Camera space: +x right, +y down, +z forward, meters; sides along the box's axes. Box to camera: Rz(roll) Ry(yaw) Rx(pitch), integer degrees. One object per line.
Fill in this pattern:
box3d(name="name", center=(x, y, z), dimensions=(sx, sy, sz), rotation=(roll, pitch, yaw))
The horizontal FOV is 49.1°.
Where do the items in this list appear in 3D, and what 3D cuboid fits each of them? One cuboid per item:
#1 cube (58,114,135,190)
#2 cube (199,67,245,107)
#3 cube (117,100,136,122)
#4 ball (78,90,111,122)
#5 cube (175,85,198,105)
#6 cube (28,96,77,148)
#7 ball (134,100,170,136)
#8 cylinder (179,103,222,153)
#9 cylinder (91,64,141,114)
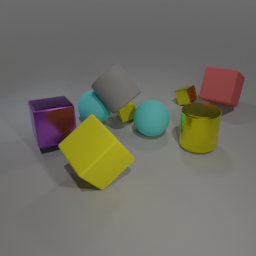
box3d(name="cube", center=(-0.924, 0.742, 8.411), dimensions=(1.400, 1.400, 1.400), rotation=(-43, 54, -2))
box3d(name="cube", center=(4.174, -1.804, 12.421), dimensions=(1.400, 1.400, 1.400), rotation=(17, 6, 33))
box3d(name="cube", center=(-0.088, -0.787, 12.026), dimensions=(0.700, 0.700, 0.700), rotation=(-21, 34, -9))
box3d(name="ball", center=(-1.384, -0.876, 11.678), dimensions=(1.400, 1.400, 1.400), rotation=(0, 32, 0))
box3d(name="cube", center=(2.757, -1.552, 13.225), dimensions=(0.700, 0.700, 0.700), rotation=(-3, 21, 47))
box3d(name="cube", center=(-2.763, -0.268, 10.290), dimensions=(1.400, 1.400, 1.400), rotation=(-12, 24, -22))
box3d(name="ball", center=(0.922, -0.376, 10.881), dimensions=(1.400, 1.400, 1.400), rotation=(0, 32, 0))
box3d(name="cylinder", center=(2.606, -0.029, 10.211), dimensions=(1.400, 1.400, 1.400), rotation=(-1, 27, 1))
box3d(name="cylinder", center=(-0.452, -1.496, 10.811), dimensions=(1.400, 1.400, 1.400), rotation=(51, 42, -3))
